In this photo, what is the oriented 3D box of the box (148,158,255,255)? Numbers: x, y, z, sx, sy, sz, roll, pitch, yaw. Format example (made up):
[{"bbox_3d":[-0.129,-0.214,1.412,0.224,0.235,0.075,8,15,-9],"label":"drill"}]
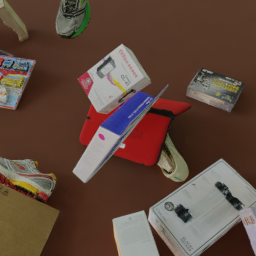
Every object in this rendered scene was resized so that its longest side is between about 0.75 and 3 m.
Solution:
[{"bbox_3d":[2.008,2.111,7.300,2.618,0.787,1.527,-30,56,-22],"label":"box"}]

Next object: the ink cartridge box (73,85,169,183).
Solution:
[{"bbox_3d":[-0.248,0.115,5.424,0.481,2.592,1.227,43,52,1],"label":"ink cartridge box"}]

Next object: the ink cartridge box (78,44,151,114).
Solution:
[{"bbox_3d":[-0.385,-1.321,7.782,1.626,0.696,1.200,-36,77,17],"label":"ink cartridge box"}]

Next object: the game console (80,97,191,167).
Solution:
[{"bbox_3d":[0.260,-0.141,9.171,2.851,1.692,2.457,14,82,30],"label":"game console"}]

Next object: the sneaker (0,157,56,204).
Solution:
[{"bbox_3d":[-3.098,1.309,8.022,2.296,0.894,0.943,26,50,9],"label":"sneaker"}]

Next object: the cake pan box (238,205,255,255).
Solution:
[{"bbox_3d":[3.776,2.674,6.490,1.875,0.533,2.036,-5,64,-22],"label":"cake pan box"}]

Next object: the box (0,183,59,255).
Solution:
[{"bbox_3d":[-3.018,2.340,6.667,2.253,0.240,1.842,29,46,-11],"label":"box"}]

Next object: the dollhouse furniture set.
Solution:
[{"bbox_3d":[-6.147,-4.370,12.624,2.578,1.678,2.368,-29,52,4],"label":"dollhouse furniture set"}]

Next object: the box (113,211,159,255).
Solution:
[{"bbox_3d":[0.206,2.882,6.431,0.786,1.125,1.478,-12,51,-10],"label":"box"}]

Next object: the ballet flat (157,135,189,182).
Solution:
[{"bbox_3d":[0.903,0.517,8.503,0.898,0.898,2.585,-21,53,-17],"label":"ballet flat"}]

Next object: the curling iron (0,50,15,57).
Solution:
[{"bbox_3d":[-4.938,-2.861,11.698,2.177,0.540,0.278,36,20,32],"label":"curling iron"}]

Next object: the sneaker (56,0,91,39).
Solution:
[{"bbox_3d":[-1.689,-4.091,8.581,1.059,1.157,2.715,17,95,10],"label":"sneaker"}]

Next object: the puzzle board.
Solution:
[{"bbox_3d":[-5.241,-1.904,10.660,2.924,0.254,2.203,10,65,8],"label":"puzzle board"}]

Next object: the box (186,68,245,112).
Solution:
[{"bbox_3d":[3.280,-1.467,10.530,1.767,0.427,1.399,25,54,20],"label":"box"}]
